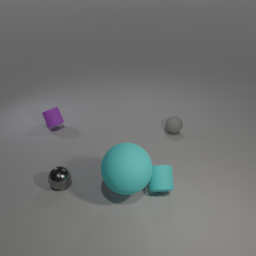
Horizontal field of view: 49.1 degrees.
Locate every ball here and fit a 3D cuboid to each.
[{"bbox_3d":[1.873,-0.132,11.394,0.700,0.700,0.700,0,29,0],"label":"ball"},{"bbox_3d":[-0.038,1.101,7.641,1.400,1.400,1.400,0,29,0],"label":"ball"},{"bbox_3d":[-2.081,1.513,8.522,0.700,0.700,0.700,0,29,0],"label":"ball"}]

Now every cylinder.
[{"bbox_3d":[0.968,1.488,8.223,0.700,0.700,0.700,-1,73,-2],"label":"cylinder"},{"bbox_3d":[-3.134,-0.446,11.720,0.700,0.700,0.700,-21,8,3],"label":"cylinder"}]
